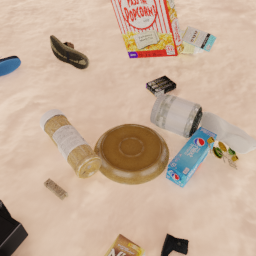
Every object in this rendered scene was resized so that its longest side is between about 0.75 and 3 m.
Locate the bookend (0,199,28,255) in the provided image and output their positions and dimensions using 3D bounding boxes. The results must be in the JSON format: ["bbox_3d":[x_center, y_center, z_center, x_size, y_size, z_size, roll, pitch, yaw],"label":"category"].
[{"bbox_3d":[-3.076,3.096,6.823,1.893,0.872,1.881,24,51,21],"label":"bookend"}]

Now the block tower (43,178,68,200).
[{"bbox_3d":[-2.187,1.845,8.453,0.854,0.231,0.247,28,53,25],"label":"block tower"}]

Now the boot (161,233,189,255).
[{"bbox_3d":[1.210,3.124,7.189,0.639,0.291,0.761,13,42,18],"label":"boot"}]

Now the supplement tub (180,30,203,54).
[{"bbox_3d":[2.917,-4.173,13.572,1.491,1.081,1.081,7,47,7],"label":"supplement tub"}]

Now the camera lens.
[{"bbox_3d":[1.736,-0.441,9.903,1.581,1.265,1.265,22,50,20],"label":"camera lens"}]

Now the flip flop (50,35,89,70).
[{"bbox_3d":[-2.700,-3.569,13.090,2.517,1.021,0.725,31,50,20],"label":"flip flop"}]

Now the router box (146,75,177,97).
[{"bbox_3d":[1.405,-1.786,11.869,1.066,0.272,0.795,-25,51,-22],"label":"router box"}]

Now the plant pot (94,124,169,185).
[{"bbox_3d":[0.111,0.716,9.449,2.592,0.356,2.592,0,46,0],"label":"plant pot"}]

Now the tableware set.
[{"bbox_3d":[3.089,0.712,9.033,1.398,0.215,0.942,29,39,-24],"label":"tableware set"}]

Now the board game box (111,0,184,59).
[{"bbox_3d":[0.627,-3.926,9.856,2.163,2.855,0.661,7,41,38],"label":"board game box"}]

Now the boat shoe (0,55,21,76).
[{"bbox_3d":[-5.896,-2.726,12.268,2.297,0.966,0.788,-29,65,-28],"label":"boat shoe"}]

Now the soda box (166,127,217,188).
[{"bbox_3d":[2.066,0.892,9.025,0.665,0.703,2.073,30,53,25],"label":"soda box"}]

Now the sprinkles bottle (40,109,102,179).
[{"bbox_3d":[-1.947,0.454,9.275,0.924,0.924,2.708,-28,53,-24],"label":"sprinkles bottle"}]

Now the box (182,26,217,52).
[{"bbox_3d":[2.398,-3.068,9.598,0.317,0.530,1.289,12,23,-35],"label":"box"}]

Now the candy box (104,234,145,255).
[{"bbox_3d":[-0.264,3.417,6.845,0.803,0.385,1.390,25,52,23],"label":"candy box"}]

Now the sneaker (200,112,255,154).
[{"bbox_3d":[3.516,0.135,9.836,0.971,0.826,2.195,-9,39,-38],"label":"sneaker"}]
